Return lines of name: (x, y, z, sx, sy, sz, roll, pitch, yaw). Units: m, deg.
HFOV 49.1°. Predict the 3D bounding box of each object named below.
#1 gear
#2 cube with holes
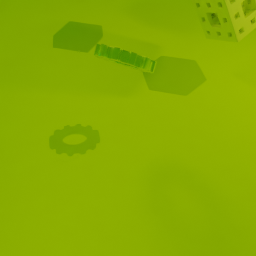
gear: (-0.049, -1.351, 5.487, 1.211, 1.211, 0.224, 19, 99, 14)
cube with holes: (2.682, -3.169, 7.311, 1.227, 1.227, 1.227, -40, 33, -7)
